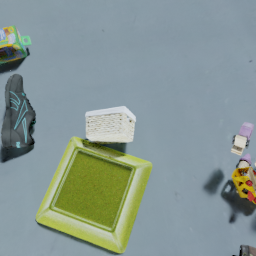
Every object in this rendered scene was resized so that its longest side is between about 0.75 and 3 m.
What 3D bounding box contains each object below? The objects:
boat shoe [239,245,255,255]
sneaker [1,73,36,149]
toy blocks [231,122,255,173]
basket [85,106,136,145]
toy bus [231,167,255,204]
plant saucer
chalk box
[{"bbox_3d":[2.816,4.032,6.900,0.727,0.822,2.245,17,69,21],"label":"boat shoe"},{"bbox_3d":[-3.325,-0.524,8.694,0.958,0.911,2.416,1,75,-13],"label":"sneaker"},{"bbox_3d":[4.096,0.414,7.675,2.011,1.879,1.693,21,64,27],"label":"toy blocks"},{"bbox_3d":[-0.500,-0.032,7.984,1.274,0.864,0.786,-7,67,22],"label":"basket"},{"bbox_3d":[3.347,1.678,7.849,0.608,1.111,1.177,-17,60,41],"label":"toy bus"},{"bbox_3d":[-0.928,1.706,7.824,2.681,0.642,2.677,18,70,7],"label":"plant saucer"},{"bbox_3d":[-3.981,-2.871,9.539,1.290,0.798,0.802,-19,70,-7],"label":"chalk box"}]
